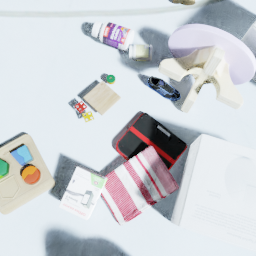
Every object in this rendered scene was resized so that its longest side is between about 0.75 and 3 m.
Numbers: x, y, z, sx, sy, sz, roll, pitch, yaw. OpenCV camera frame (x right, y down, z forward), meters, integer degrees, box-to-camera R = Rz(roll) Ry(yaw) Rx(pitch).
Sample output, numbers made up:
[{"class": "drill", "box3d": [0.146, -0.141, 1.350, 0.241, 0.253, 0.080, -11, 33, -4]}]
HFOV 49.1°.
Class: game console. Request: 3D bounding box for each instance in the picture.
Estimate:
[{"class": "game console", "box3d": [0.750, 0.629, 9.344, 1.922, 0.298, 1.700, 39, 74, 10]}]

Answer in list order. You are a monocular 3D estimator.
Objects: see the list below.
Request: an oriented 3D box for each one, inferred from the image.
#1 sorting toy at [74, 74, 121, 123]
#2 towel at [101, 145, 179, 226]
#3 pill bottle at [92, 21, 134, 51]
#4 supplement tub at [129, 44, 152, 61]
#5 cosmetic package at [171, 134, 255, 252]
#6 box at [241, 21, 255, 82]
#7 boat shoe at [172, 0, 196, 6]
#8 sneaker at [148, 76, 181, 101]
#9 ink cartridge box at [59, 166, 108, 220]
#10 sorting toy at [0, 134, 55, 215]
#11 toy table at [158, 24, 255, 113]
[{"class": "sorting toy", "box3d": [-0.935, -0.954, 9.746, 0.930, 0.326, 1.928, 42, 74, 11]}, {"class": "towel", "box3d": [0.258, 1.798, 8.773, 2.224, 0.253, 1.602, -34, 77, 1]}, {"class": "pill bottle", "box3d": [-0.555, -3.413, 10.263, 1.426, 0.795, 0.795, 21, 74, 6]}, {"class": "supplement tub", "box3d": [0.458, -2.727, 10.161, 0.816, 0.592, 0.592, 2, 73, 1]}, {"class": "cosmetic package", "box3d": [2.933, 1.939, 8.206, 2.643, 1.630, 2.651, 17, 74, 5]}, {"class": "box", "box3d": [5.399, -2.837, 9.354, 2.542, 2.177, 2.529, 43, 78, 12]}, {"class": "boat shoe", "box3d": [2.211, -5.052, 10.999, 0.901, 0.324, 0.304, 8, 75, 5]}, {"class": "sneaker", "box3d": [1.271, -1.390, 9.802, 1.299, 0.506, 0.455, 27, 74, 8]}, {"class": "ink cartridge box", "box3d": [-1.361, 1.969, 8.581, 0.975, 0.563, 1.340, 24, 88, 4]}, {"class": "sorting toy", "box3d": [-3.974, 1.652, 8.959, 2.726, 0.365, 2.031, -31, 76, -9]}, {"class": "toy table", "box3d": [2.479, -1.872, 9.029, 2.991, 2.749, 1.752, 21, 57, 14]}]
